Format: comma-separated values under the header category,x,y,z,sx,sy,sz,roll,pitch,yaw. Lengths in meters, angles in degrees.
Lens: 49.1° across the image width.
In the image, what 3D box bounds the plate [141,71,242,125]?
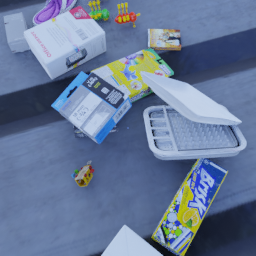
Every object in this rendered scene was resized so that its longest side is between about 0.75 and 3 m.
category,x,y,z,sx,sy,sz,roll,pitch,yaw
plate,1.703,-0.743,7.796,2.317,0.375,2.322,3,33,-44

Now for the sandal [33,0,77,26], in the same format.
category,x,y,z,sx,sy,sz,roll,pitch,yaw
sandal,-2.708,-4.754,10.655,1.020,0.616,2.506,21,67,10

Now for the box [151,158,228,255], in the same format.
category,x,y,z,sx,sy,sz,roll,pitch,yaw
box,1.632,2.015,7.391,0.878,0.806,2.506,31,69,14

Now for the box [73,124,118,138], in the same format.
category,x,y,z,sx,sy,sz,roll,pitch,yaw
box,-1.046,-0.317,8.745,1.352,0.332,1.090,-9,63,-5

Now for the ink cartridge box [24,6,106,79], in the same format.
category,x,y,z,sx,sy,sz,roll,pitch,yaw
ink cartridge box,-2.107,-2.962,9.622,2.254,0.965,1.664,-32,69,-14

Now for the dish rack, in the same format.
category,x,y,z,sx,sy,sz,roll,pitch,yaw
dish rack,1.800,0.135,8.069,2.585,0.563,2.219,-4,38,-2

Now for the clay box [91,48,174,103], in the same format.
category,x,y,z,sx,sy,sz,roll,pitch,yaw
clay box,0.169,-1.637,9.083,2.430,0.578,1.396,-27,68,-25

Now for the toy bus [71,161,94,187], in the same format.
category,x,y,z,sx,sy,sz,roll,pitch,yaw
toy bus,-1.187,1.342,7.946,0.712,0.671,0.368,-32,113,-13

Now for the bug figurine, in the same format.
category,x,y,z,sx,sy,sz,roll,pitch,yaw
bug figurine,-0.565,-4.829,10.682,1.980,0.657,2.553,-5,69,4

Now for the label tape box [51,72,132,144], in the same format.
category,x,y,z,sx,sy,sz,roll,pitch,yaw
label tape box,-1.156,-0.746,7.940,2.045,0.647,1.475,36,80,19

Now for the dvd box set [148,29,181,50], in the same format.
category,x,y,z,sx,sy,sz,roll,pitch,yaw
dvd box set,1.312,-3.224,10.185,1.198,0.176,0.876,2,64,1

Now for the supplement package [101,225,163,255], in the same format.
category,x,y,z,sx,sy,sz,roll,pitch,yaw
supplement package,0.311,3.741,6.280,2.412,1.337,1.878,36,71,14

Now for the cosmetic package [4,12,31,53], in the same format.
category,x,y,z,sx,sy,sz,roll,pitch,yaw
cosmetic package,-3.962,-3.412,10.053,0.721,0.608,1.349,-17,63,-10
